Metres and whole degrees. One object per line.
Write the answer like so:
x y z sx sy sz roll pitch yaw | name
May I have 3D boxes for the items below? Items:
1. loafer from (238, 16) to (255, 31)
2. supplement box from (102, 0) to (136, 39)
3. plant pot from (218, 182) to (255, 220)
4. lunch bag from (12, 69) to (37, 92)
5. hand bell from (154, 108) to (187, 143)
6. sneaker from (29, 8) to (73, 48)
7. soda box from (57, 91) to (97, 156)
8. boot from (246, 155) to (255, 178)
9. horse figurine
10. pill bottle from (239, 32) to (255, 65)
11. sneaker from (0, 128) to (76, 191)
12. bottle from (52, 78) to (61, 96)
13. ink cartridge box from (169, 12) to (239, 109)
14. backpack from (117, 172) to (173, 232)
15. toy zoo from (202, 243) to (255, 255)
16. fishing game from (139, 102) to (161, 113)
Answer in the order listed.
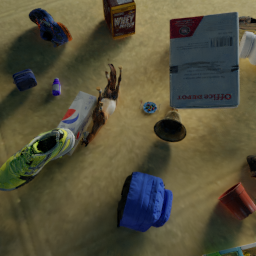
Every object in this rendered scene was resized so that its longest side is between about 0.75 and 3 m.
5.495 -4.674 12.379 1.887 0.593 0.678 18 62 10 | loafer
-0.393 -5.010 12.028 1.028 1.527 1.548 -16 62 -9 | supplement box
3.315 2.233 8.410 0.865 0.865 0.841 -32 74 -16 | plant pot
-4.014 -1.855 10.804 0.853 0.579 0.564 -22 62 -10 | lunch bag
1.674 -0.635 10.092 1.121 1.121 2.153 13 48 7 | hand bell
-3.523 -4.317 12.043 2.423 0.913 0.950 38 72 21 | sneaker
-1.831 -0.189 9.771 0.696 0.749 2.193 20 63 11 | soda box
4.433 1.264 9.172 0.985 0.360 0.741 2 60 5 | boot
-0.786 -0.953 9.783 0.742 1.969 2.971 16 50 4 | horse figurine
5.680 -3.035 11.009 2.406 1.353 1.353 14 62 8 | pill bottle
-2.921 0.832 8.367 2.760 1.054 1.041 -39 73 -4 | sneaker
-2.778 -1.605 10.854 0.314 0.246 0.752 -8 61 -2 | bottle
2.410 -1.996 8.947 2.054 1.179 2.829 0 89 15 | ink cartridge box
0.490 2.045 7.901 1.514 1.804 1.466 8 60 4 | backpack
3.244 3.996 7.717 2.090 0.214 1.371 -10 61 -5 | toy zoo
0.822 -0.788 10.475 0.760 0.118 0.544 13 59 7 | fishing game
